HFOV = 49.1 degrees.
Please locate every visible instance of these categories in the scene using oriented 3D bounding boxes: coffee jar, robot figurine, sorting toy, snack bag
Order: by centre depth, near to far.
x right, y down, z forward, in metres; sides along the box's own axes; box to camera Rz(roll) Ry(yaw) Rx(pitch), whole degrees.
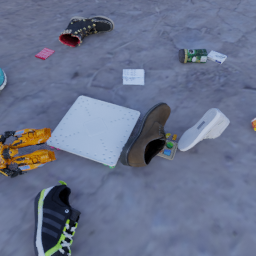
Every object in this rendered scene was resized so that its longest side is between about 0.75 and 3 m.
[{"bbox_3d":[-3.284,0.697,8.563,2.057,0.599,1.491,-14,81,10],"label":"robot figurine"},{"bbox_3d":[1.283,0.541,9.528,0.800,0.144,1.074,17,51,13],"label":"sorting toy"},{"bbox_3d":[0.227,-2.168,11.891,0.934,0.106,0.991,2,49,1],"label":"snack bag"},{"bbox_3d":[2.882,-3.215,12.511,1.231,0.525,0.642,1,50,0],"label":"coffee jar"}]

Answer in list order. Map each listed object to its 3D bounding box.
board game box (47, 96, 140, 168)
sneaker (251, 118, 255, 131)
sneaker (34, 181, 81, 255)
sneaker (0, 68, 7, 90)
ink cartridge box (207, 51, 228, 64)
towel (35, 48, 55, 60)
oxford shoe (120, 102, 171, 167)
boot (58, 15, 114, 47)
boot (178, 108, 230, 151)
[{"bbox_3d":[-1.133,0.054,9.835,2.492,0.322,2.493,17,52,13],"label":"board game box"},{"bbox_3d":[5.092,-0.118,9.976,1.376,0.502,0.531,-6,71,0],"label":"sneaker"},{"bbox_3d":[-1.725,2.469,7.146,1.088,0.942,2.628,-27,50,3],"label":"sneaker"},{"bbox_3d":[-5.436,-1.773,10.971,0.895,0.920,2.310,-9,48,1],"label":"sneaker"},{"bbox_3d":[4.103,-3.295,12.829,0.754,0.153,0.755,29,55,23],"label":"ink cartridge box"},{"bbox_3d":[-3.867,-3.451,13.009,0.574,0.089,0.793,23,53,18],"label":"towel"},{"bbox_3d":[0.895,0.231,9.090,1.128,0.971,2.672,7,54,38],"label":"oxford shoe"},{"bbox_3d":[-2.025,-4.665,13.519,2.412,0.883,1.816,12,49,14],"label":"boot"},{"bbox_3d":[2.536,0.219,9.246,0.864,1.807,0.665,31,24,-31],"label":"boot"}]
